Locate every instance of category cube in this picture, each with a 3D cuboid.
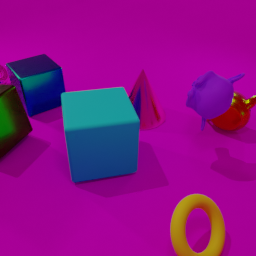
[{"bbox_3d":[-0.611,0.103,5.948,1.385,1.385,1.385,-7,37,-11],"label":"cube"},{"bbox_3d":[-2.554,-1.237,7.902,1.173,1.173,1.173,-24,44,-27],"label":"cube"},{"bbox_3d":[-3.197,-0.177,6.336,1.247,1.247,1.247,7,38,24],"label":"cube"}]

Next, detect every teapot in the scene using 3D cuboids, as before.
[{"bbox_3d":[2.582,-0.494,6.934,1.682,1.046,0.824,-24,15,50],"label":"teapot"}]

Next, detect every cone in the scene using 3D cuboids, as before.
[{"bbox_3d":[0.363,-0.907,7.316,1.371,1.376,1.371,0,38,0],"label":"cone"}]

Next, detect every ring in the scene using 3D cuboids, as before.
[{"bbox_3d":[1.121,1.613,4.417,1.116,1.116,0.223,-33,7,-35],"label":"ring"}]

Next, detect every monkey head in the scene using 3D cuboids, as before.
[{"bbox_3d":[1.634,-0.664,5.570,0.816,1.355,0.975,32,22,0],"label":"monkey head"}]

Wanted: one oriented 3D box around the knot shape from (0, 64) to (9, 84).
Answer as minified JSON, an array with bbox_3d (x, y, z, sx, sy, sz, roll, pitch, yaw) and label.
[{"bbox_3d":[-4.320,-1.512,8.431,1.541,0.712,1.442,11,39,33],"label":"knot shape"}]
